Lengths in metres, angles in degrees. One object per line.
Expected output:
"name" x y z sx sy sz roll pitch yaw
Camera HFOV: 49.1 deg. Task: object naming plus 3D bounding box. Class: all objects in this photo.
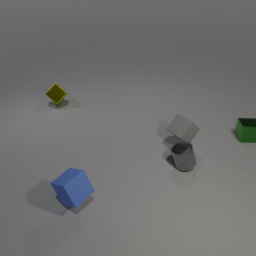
"cube" 4.592 0.084 10.723 0.700 0.700 0.700 1 30 2
"cube" 1.931 0.042 9.798 0.700 0.700 0.700 33 3 -45
"cube" -1.459 1.558 7.393 0.700 0.700 0.700 -1 30 47
"cylinder" 1.818 0.918 9.113 0.700 0.700 0.700 -16 26 8
"cube" -3.306 -1.587 13.068 0.700 0.700 0.700 -48 7 -1
